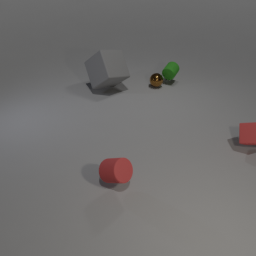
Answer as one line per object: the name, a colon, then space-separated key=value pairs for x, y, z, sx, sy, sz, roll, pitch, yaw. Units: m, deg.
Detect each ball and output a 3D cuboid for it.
ball: x=1.449 y=-2.445 z=14.274 sx=0.700 sy=0.700 sz=0.700 roll=0 pitch=32 yaw=0

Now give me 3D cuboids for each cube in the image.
cube: x=-1.004 y=-2.820 z=13.506 sx=1.400 sy=1.400 sz=1.400 roll=-14 pitch=-5 yaw=-44
cube: x=4.221 y=0.205 z=9.426 sx=0.700 sy=0.700 sz=0.700 roll=-3 pitch=-8 yaw=42

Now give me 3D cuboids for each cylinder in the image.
cylinder: x=-0.342 y=1.192 z=7.852 sx=0.700 sy=0.700 sz=0.700 roll=-10 pitch=17 yaw=46
cylinder: x=2.204 y=-2.950 z=14.448 sx=0.700 sy=0.700 sz=0.700 roll=17 pitch=50 yaw=25
